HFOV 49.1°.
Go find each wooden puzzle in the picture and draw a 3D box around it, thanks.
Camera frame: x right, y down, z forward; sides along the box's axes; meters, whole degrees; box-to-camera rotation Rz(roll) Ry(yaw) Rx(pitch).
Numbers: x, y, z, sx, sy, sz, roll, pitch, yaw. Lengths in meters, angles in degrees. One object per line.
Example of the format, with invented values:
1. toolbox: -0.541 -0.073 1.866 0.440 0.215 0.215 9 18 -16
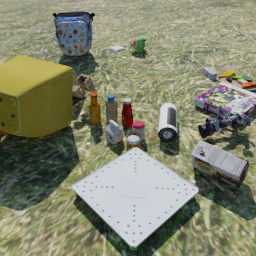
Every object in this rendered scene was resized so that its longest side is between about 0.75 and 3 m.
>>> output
1. wooden puzzle: 5.419 -2.176 13.418 1.731 0.300 2.566 -21 41 -26

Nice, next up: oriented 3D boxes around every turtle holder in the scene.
1. turtle holder: 0.651 -5.124 16.995 0.824 0.881 1.160 14 39 20

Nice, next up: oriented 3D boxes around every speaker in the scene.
1. speaker: 1.492 -0.236 10.411 0.683 0.683 1.682 5 36 7

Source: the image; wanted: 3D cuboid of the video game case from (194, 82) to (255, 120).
1. video game case: 4.290 -1.140 11.890 2.244 0.402 2.034 -29 45 -34

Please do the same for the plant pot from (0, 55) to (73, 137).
1. plant pot: -3.515 -0.950 9.583 2.308 2.292 2.361 17 29 16

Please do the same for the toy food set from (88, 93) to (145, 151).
1. toy food set: -0.320 -0.365 10.126 1.276 1.203 2.674 -24 42 -29

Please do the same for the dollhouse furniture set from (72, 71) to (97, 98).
1. dollhouse furniture set: -2.990 -0.977 11.651 2.425 1.388 2.844 21 65 28

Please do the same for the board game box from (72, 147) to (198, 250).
1. board game box: 0.194 1.788 7.898 2.563 0.332 2.563 -29 45 -33

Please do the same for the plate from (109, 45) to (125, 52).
1. plate: -0.679 -4.967 17.425 0.767 0.124 0.765 -26 42 -31

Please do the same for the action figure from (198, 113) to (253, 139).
1. action figure: 3.551 -0.199 10.074 2.002 0.694 1.303 -15 -2 -22

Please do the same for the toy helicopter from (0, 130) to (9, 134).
1. toy helicopter: -4.719 -0.150 10.278 1.342 0.800 2.029 21 28 36

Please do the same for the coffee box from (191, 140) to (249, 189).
1. coffee box: 2.713 1.073 8.313 1.516 0.857 0.605 26 69 30

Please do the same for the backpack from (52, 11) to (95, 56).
1. backpack: -3.040 -5.324 16.084 2.423 2.308 1.867 -1 40 2

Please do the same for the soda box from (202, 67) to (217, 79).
1. soda box: 4.159 -2.815 14.301 0.312 0.290 0.915 -11 37 -15
